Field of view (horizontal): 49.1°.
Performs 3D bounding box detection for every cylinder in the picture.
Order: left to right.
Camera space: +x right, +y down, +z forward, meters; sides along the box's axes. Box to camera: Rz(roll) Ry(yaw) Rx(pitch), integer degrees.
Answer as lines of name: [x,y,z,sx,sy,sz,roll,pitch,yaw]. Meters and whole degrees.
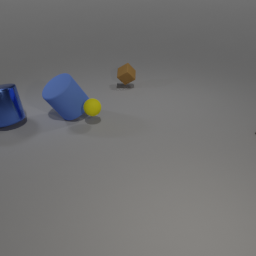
cylinder: [-4.976,-0.908,11.121,1.400,1.400,1.400,-9,22,3]
cylinder: [-2.531,-1.268,11.502,1.400,1.400,1.400,-18,47,20]

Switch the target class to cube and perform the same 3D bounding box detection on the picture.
cube: [-0.078,-2.817,14.611,0.700,0.700,0.700,-22,47,31]

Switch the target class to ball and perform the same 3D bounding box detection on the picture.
ball: [-1.403,-0.816,11.046,0.700,0.700,0.700,0,29,0]
